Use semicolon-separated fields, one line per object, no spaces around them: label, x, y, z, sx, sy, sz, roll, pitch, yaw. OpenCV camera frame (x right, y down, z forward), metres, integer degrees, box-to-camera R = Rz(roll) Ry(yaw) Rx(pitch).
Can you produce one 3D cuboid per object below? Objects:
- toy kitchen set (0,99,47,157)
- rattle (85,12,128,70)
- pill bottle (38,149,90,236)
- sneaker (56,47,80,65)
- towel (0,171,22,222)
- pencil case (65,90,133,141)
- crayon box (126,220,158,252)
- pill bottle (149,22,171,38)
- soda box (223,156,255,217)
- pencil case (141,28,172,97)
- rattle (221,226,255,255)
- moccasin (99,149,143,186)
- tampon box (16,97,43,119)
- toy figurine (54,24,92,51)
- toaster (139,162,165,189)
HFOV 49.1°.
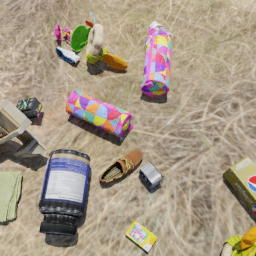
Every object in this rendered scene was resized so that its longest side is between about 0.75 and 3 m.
toy kitchen set;-4.437;0.901;9.315;2.204;2.701;2.437;49;48;-21
rattle;-0.987;-3.889;12.413;1.841;1.678;2.578;0;44;-8
pill bottle;-2.124;2.140;9.312;1.474;1.474;2.636;4;66;2
sneaker;-2.661;-3.267;12.485;1.226;0.459;0.531;34;56;12
towel;-5.006;2.339;9.791;2.429;0.443;1.802;2;65;0
pencil case;-1.107;-0.539;10.806;2.613;1.155;1.155;26;68;11
crayon box;0.442;3.585;9.292;0.936;0.273;0.556;34;69;15
pill bottle;1.456;-4.379;12.853;0.597;0.597;1.030;-34;68;-15
soda box;4.483;2.326;9.541;0.840;0.889;2.624;-28;68;-13
pencil case;1.189;-2.739;11.760;1.259;1.259;2.849;3;64;1
rattle;3.901;4.418;8.084;1.748;1.918;2.685;13;56;-18
moccasin;-0.244;1.356;10.073;1.848;0.713;0.676;-28;74;-13
tampon box;-3.887;-0.740;10.928;0.839;0.529;0.629;-9;48;19
toy figurine;-2.608;-4.329;12.725;1.423;1.161;1.546;26;45;22
toaster;0.813;1.670;9.888;0.502;0.845;0.764;-34;70;-19
